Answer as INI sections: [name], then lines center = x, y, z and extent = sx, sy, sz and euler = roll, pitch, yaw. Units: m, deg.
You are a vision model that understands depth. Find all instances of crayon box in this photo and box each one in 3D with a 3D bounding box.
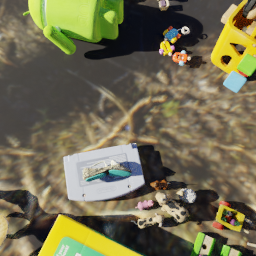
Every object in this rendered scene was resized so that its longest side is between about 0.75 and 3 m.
[crayon box]
center = -0.897, 3.424, 5.372
extent = 2.309, 0.780, 2.677
euler = 23, 71, 9

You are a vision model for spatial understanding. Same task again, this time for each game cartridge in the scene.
[game cartridge]
center = -0.548, 1.064, 6.481
extent = 1.756, 0.355, 1.171
euler = -10, 67, -4

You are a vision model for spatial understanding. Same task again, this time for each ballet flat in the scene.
[ballet flat]
center = -0.467, 0.903, 6.179
extent = 1.080, 0.366, 0.407
euler = -8, 59, -8

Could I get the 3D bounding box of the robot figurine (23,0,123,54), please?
[robot figurine]
center = -1.420, -3.135, 7.359
extent = 2.535, 1.467, 2.224
euler = 13, 71, 5

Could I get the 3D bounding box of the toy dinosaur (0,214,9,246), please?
[toy dinosaur]
center = -2.925, 2.335, 5.346
extent = 1.431, 0.824, 2.831
euler = -27, 56, -13

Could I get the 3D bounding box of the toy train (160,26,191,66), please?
[toy train]
center = 1.304, -2.218, 7.657
extent = 0.853, 0.316, 1.136
euler = 8, 74, 2

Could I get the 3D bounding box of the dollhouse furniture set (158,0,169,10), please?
[dollhouse furniture set]
center = 0.519, -3.984, 7.961
extent = 1.246, 0.884, 0.987
euler = -5, 70, -2

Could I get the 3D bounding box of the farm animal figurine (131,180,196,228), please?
[farm animal figurine]
center = 0.797, 1.720, 6.070
extent = 1.169, 0.616, 1.182
euler = 20, 72, 7

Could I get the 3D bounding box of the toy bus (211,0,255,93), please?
[toy bus]
center = 2.886, -2.354, 6.628
extent = 1.331, 2.431, 2.577
euler = 36, 118, 12

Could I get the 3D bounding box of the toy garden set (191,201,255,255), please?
[toy garden set]
center = 2.497, 2.708, 5.820
extent = 2.121, 0.423, 1.768
euler = 24, 72, 8
